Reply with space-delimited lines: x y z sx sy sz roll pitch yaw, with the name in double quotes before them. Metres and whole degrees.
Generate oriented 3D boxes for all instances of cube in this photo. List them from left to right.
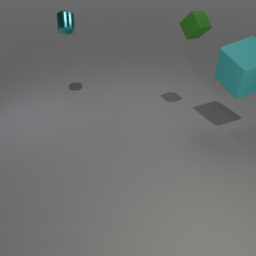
"cube" 2.424 -3.694 10.051 0.700 0.700 0.700 -18 -8 -36
"cube" 4.155 -2.146 10.000 1.400 1.400 1.400 -22 54 -11

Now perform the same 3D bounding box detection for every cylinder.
"cylinder" -2.510 -4.240 11.319 0.700 0.700 0.700 -5 -3 0
